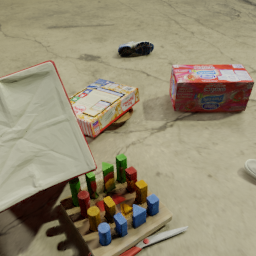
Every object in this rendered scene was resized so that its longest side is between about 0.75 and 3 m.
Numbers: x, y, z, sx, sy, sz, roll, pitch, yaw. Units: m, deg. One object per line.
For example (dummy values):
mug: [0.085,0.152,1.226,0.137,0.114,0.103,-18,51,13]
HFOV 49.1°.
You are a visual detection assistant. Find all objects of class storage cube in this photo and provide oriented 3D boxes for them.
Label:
storage cube: [-2.613,0.263,6.809,2.564,3.000,2.696,-22,2,-19]

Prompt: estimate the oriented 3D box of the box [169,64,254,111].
box: [3.166,-1.589,11.046,2.893,1.381,1.442,-1,39,-1]

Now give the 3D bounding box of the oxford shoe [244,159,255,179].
oxford shoe: [4.592,1.369,8.022,2.370,0.684,0.891,22,47,28]

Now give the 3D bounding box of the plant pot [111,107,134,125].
plant pot: [-0.452,-0.511,10.587,1.356,0.186,1.356,-5,36,4]

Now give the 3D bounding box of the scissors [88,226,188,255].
scissors: [0.254,2.725,6.738,2.517,0.175,0.921,-25,43,-25]

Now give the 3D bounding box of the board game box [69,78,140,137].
board game box: [-1.167,-0.884,10.542,2.042,0.624,2.695,20,44,34]

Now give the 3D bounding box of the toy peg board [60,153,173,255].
toy peg board: [-0.365,1.788,7.071,2.168,1.060,2.159,-24,40,-26]

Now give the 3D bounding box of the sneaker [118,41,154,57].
sneaker: [0.393,-4.335,14.936,1.979,0.762,0.843,-7,36,-9]
